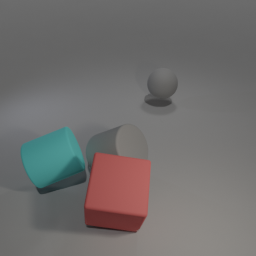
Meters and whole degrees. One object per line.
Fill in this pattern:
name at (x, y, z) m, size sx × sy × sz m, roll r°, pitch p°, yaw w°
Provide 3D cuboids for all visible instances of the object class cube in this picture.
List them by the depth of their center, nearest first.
cube at (-0.268, 1.621, 6.977) m, size 1.400 × 1.400 × 1.400 m, roll 9°, pitch 56°, yaw -2°

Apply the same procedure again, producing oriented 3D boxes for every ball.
ball at (1.580, -2.033, 12.845) m, size 1.400 × 1.400 × 1.400 m, roll 0°, pitch 32°, yaw 0°

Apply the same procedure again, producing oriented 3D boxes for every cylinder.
cylinder at (-2.156, 0.849, 8.195) m, size 1.400 × 1.400 × 1.400 m, roll -22°, pitch 34°, yaw -2°
cylinder at (-0.335, 0.709, 8.631) m, size 1.400 × 1.400 × 1.400 m, roll -19°, pitch 16°, yaw 40°
